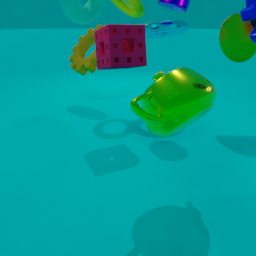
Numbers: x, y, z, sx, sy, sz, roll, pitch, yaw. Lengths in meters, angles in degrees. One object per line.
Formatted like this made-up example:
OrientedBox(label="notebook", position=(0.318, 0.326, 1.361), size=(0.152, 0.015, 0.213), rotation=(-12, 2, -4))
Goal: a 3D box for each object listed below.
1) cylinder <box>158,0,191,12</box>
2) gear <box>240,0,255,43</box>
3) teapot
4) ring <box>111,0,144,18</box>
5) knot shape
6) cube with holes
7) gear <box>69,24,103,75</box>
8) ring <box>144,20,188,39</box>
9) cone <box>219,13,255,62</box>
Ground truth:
OrientedBox(label="cylinder", position=(1.345, -3.755, 7.679), size=(0.858, 0.858, 0.858), rotation=(15, 15, -4))
OrientedBox(label="gear", position=(2.218, -1.898, 4.067), size=(1.482, 1.482, 0.274), rotation=(-13, 13, -29))
OrientedBox(label="teapot", position=(0.809, -0.514, 4.736), size=(2.058, 1.280, 1.008), rotation=(-21, 74, -42))
OrientedBox(label="ring", position=(-0.118, -4.165, 9.114), size=(1.534, 0.307, 1.534), rotation=(37, 2, -2))
OrientedBox(label="knot shape", position=(-0.281, -1.938, 3.335), size=(0.611, 1.322, 1.237), rotation=(35, 32, -28))
OrientedBox(label="cube with holes", position=(-0.201, -2.016, 7.094), size=(0.974, 0.974, 0.974), rotation=(-8, 11, -24))
OrientedBox(label="gear", position=(-1.352, -2.893, 10.361), size=(1.954, 1.954, 0.361), rotation=(23, -8, 45))
OrientedBox(label="ring", position=(1.109, -3.188, 9.126), size=(1.678, 0.336, 1.678), rotation=(-6, 10, 1))
OrientedBox(label="cone", position=(3.610, -2.702, 8.100), size=(1.331, 1.326, 1.326), rotation=(-21, 29, -27))
